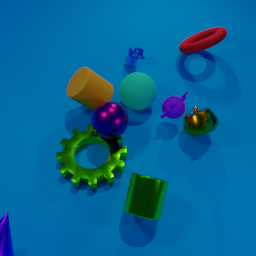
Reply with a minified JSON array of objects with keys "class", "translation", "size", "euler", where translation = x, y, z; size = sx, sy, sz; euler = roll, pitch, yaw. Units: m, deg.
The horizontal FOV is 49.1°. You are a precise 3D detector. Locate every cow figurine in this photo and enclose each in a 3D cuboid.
[{"class":"cow figurine","translation":[0.223,-2.453,9.809],"size":[0.489,0.891,0.877],"euler":[11,40,-22]}]

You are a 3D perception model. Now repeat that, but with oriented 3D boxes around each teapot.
[{"class":"teapot","translation":[1.343,-0.650,8.090],"size":[1.096,0.537,0.682],"euler":[-42,73,-4]},{"class":"teapot","translation":[2.044,-0.232,7.961],"size":[1.012,1.627,0.797],"euler":[-21,97,-6]}]

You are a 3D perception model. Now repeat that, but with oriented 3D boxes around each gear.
[{"class":"gear","translation":[-0.994,0.766,7.807],"size":[1.904,0.352,1.904],"euler":[0,54,0]}]

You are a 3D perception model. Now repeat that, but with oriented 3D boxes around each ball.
[{"class":"ball","translation":[0.305,-1.143,8.697],"size":[1.162,1.162,1.162],"euler":[0,54,0]},{"class":"ball","translation":[-0.494,-0.218,7.646],"size":[1.037,1.037,1.037],"euler":[0,54,0]}]

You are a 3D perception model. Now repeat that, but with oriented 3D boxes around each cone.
[{"class":"cone","translation":[-2.723,2.342,5.861],"size":[1.145,1.145,1.149],"euler":[14,79,10]}]

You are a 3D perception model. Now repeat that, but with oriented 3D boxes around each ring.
[{"class":"ring","translation":[2.626,-3.096,9.905],"size":[1.707,0.341,1.707],"euler":[-22,23,10]}]

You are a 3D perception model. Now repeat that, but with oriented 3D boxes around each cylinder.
[{"class":"cylinder","translation":[-1.130,-1.134,8.373],"size":[1.014,1.014,1.014],"euler":[-26,49,35]},{"class":"cylinder","translation":[0.421,1.581,6.575],"size":[0.897,0.897,0.897],"euler":[13,83,9]}]
